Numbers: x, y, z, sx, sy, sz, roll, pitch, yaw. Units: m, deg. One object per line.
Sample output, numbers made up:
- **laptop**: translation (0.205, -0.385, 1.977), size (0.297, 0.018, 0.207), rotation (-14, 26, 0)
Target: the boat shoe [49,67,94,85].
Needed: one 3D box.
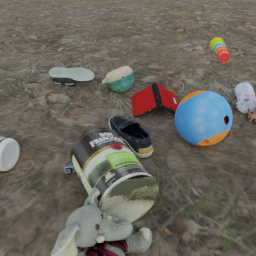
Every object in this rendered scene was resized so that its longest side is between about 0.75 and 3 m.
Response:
- **boat shoe**: translation (-2.880, -2.644, 14.615), size (2.426, 0.732, 0.917), rotation (11, 55, 13)

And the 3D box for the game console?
- **game console**: translation (1.258, -1.066, 12.739), size (1.779, 1.225, 2.064), rotation (26, 29, -18)

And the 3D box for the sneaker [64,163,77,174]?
- **sneaker**: translation (-1.619, 1.217, 9.172), size (0.959, 0.357, 0.420), rotation (-6, 29, -9)

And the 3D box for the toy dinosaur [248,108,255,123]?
- **toy dinosaur**: translation (6.506, -0.975, 11.799), size (2.834, 1.216, 1.921), rotation (-20, 32, -36)

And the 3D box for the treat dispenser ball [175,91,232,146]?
- **treat dispenser ball**: translation (2.701, -0.346, 10.085), size (1.995, 1.995, 1.995), rotation (0, 34, 0)

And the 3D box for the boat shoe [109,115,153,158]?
- **boat shoe**: translation (0.083, 0.091, 10.448), size (0.975, 0.814, 2.614), rotation (-18, 36, -22)

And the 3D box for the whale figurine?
- **whale figurine**: translation (-0.462, -2.427, 14.219), size (1.714, 1.118, 2.155), rotation (-26, 15, -11)

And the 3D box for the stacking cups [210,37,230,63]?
- **stacking cups**: translation (2.332, -1.964, 7.017), size (0.364, 0.364, 1.203), rotation (3, 30, 4)

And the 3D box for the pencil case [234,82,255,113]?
- **pencil case**: translation (5.316, -1.389, 12.714), size (0.839, 0.769, 1.850), rotation (-10, 29, 24)

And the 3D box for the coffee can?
- **coffee can**: translation (-0.457, 1.275, 7.844), size (1.696, 1.696, 2.317), rotation (-16, 37, -23)

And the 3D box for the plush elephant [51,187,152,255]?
- **plush elephant**: translation (-0.587, 2.400, 5.982), size (2.422, 1.875, 1.995), rotation (8, 34, 11)

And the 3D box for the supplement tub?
- **supplement tub**: translation (-4.497, 0.771, 9.171), size (1.505, 1.086, 1.086), rotation (8, 34, 13)
